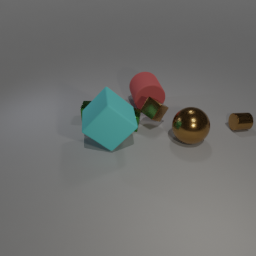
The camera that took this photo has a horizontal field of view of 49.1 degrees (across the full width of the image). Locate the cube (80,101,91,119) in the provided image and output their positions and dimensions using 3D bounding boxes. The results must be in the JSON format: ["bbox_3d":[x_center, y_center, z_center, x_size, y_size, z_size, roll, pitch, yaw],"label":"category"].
[{"bbox_3d":[-1.614,-0.709,12.074,0.700,0.700,0.700,1,32,3],"label":"cube"}]

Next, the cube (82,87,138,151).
[{"bbox_3d":[-0.687,-0.330,10.094,1.400,1.400,1.400,36,24,-28],"label":"cube"}]

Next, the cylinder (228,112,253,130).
[{"bbox_3d":[4.562,-0.271,11.343,0.700,0.700,0.700,-3,32,-12],"label":"cylinder"}]

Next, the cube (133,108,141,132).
[{"bbox_3d":[0.124,-0.368,11.481,0.700,0.700,0.700,11,34,5],"label":"cube"}]

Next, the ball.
[{"bbox_3d":[2.348,-0.089,10.466,1.400,1.400,1.400,0,33,0],"label":"ball"}]

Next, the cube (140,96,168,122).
[{"bbox_3d":[1.062,-0.750,11.257,0.700,0.700,0.700,39,15,30],"label":"cube"}]

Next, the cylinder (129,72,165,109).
[{"bbox_3d":[0.859,-1.664,12.853,1.400,1.400,1.400,-5,36,-8],"label":"cylinder"}]
